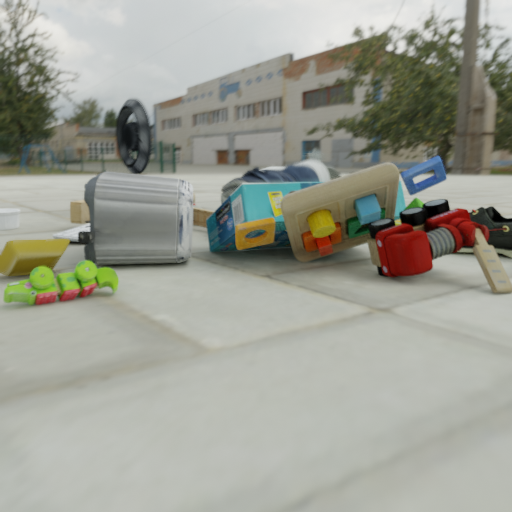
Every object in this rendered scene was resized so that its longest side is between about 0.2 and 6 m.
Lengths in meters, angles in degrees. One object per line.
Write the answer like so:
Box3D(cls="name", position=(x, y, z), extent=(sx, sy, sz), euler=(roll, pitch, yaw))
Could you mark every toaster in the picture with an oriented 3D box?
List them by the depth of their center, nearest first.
Box3D(cls="toaster", position=(-2.066, -0.689, 10.142), extent=(1.811, 1.593, 2.804), euler=(1, 10, -7))

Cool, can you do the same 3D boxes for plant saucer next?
Box3D(cls="plant saucer", position=(-3.488, 0.059, 8.765), extent=(0.946, 0.229, 0.946), euler=(-4, -25, -39))

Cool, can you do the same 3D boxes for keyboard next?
Box3D(cls="keyboard", position=(-3.507, -0.732, 14.004), extent=(1.234, 0.234, 4.384), euler=(1, 11, 6))

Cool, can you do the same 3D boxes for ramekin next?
Box3D(cls="ramekin", position=(-6.564, -0.926, 14.349), extent=(0.983, 0.479, 0.983), euler=(0, 11, 0))

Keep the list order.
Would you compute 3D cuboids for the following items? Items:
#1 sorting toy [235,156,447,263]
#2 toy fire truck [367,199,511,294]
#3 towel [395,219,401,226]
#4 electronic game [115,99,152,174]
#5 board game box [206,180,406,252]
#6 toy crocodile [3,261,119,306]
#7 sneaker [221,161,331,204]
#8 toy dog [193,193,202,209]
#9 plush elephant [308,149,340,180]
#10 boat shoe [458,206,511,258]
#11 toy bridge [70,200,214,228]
Box3D(cls="sorting toy", position=(1.417, -0.524, 9.124), extent=(3.564, 0.485, 2.007), euler=(-17, -28, 3))
Box3D(cls="toy fire truck", position=(2.809, -0.048, 8.438), extent=(1.610, 1.177, 1.829), euler=(-19, 15, -15))
Box3D(cls="towel", position=(3.881, -0.925, 15.049), extent=(1.440, 0.302, 3.346), euler=(10, 13, 25))
Box3D(cls="electronic game", position=(-2.364, -2.300, 10.823), extent=(0.298, 1.432, 1.432), euler=(-9, 14, -34))
Box3D(cls="board game box", position=(0.849, -0.729, 10.560), extent=(3.076, 0.722, 2.322), euler=(-4, -9, -21))
Box3D(cls="toy crocodile", position=(-2.569, 0.413, 7.451), extent=(1.485, 0.459, 0.501), euler=(-9, -26, -36))
Box3D(cls="sneaker", position=(-0.121, -1.369, 13.553), extent=(2.386, 1.256, 3.302), euler=(-25, 6, -32))
Box3D(cls="toy dog", position=(-1.946, -1.192, 15.626), extent=(1.126, 0.823, 1.708), euler=(1, 25, -9))
Box3D(cls="plush elephant", position=(1.497, -1.690, 14.875), extent=(1.649, 2.002, 1.550), euler=(-29, 6, -31))
Box3D(cls="boat shoe", position=(4.476, -0.495, 10.874), extent=(3.112, 0.975, 1.138), euler=(6, 14, 36))
Box3D(cls="toy bridge", position=(-2.509, -1.014, 13.984), extent=(4.334, 0.590, 1.457), euler=(6, 12, 18))
